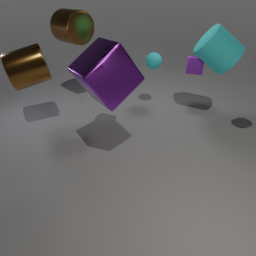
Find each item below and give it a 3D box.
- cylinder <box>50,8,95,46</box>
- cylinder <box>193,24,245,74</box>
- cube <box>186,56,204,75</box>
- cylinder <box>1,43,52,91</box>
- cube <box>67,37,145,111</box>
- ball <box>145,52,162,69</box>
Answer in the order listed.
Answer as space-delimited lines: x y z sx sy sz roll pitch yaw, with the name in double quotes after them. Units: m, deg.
-2.401 -4.361 12.059 1.400 1.400 1.400 -26 37 -35 "cylinder"
3.545 -3.073 10.984 1.400 1.400 1.400 37 32 -11 "cylinder"
2.905 -2.718 12.173 0.700 0.700 0.700 7 19 10 "cube"
-3.748 -2.269 10.432 1.400 1.400 1.400 -22 36 -10 "cylinder"
-0.661 -1.611 8.271 1.400 1.400 1.400 -46 37 -6 "cube"
1.097 -2.876 12.003 0.700 0.700 0.700 0 32 0 "ball"
